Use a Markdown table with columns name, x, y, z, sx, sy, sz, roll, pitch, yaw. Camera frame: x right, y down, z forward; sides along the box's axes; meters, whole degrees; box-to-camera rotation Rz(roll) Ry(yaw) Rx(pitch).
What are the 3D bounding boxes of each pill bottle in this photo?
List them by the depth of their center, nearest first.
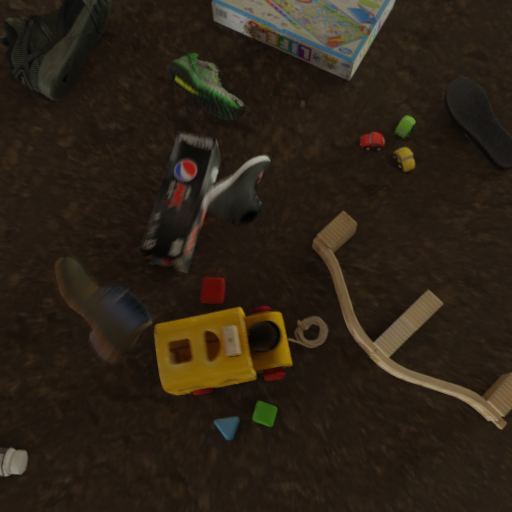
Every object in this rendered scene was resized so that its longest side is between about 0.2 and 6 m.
| name | x | y | z | sx | sy | sz | roll | pitch | yaw |
| --- | --- | --- | --- | --- | --- | --- | --- | --- | --- |
| pill bottle | -4.549 | 3.652 | 9.939 | 0.831 | 0.473 | 0.473 | 1 | 71 | 0 |

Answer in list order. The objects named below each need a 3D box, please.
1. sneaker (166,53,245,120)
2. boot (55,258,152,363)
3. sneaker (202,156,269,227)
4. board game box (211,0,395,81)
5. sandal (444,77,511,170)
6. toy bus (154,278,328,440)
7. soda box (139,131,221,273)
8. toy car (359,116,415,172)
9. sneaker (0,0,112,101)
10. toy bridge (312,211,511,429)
| name | x | y | z | sx | sy | sz | roll | pitch | yaw |
| --- | --- | --- | --- | --- | --- | --- | --- | --- | --- |
| sneaker | -0.996 | -3.815 | 12.373 | 2.083 | 0.813 | 0.888 | 42 | 75 | 14 |
| boot | -2.658 | 0.701 | 9.853 | 1.036 | 0.799 | 2.138 | -38 | 79 | 19 |
| sneaker | -0.123 | -1.203 | 10.830 | 0.906 | 0.646 | 1.827 | 38 | 57 | 13 |
| board game box | 1.135 | -5.913 | 13.196 | 3.635 | 0.622 | 2.443 | 28 | 73 | 9 |
| sandal | 4.862 | -2.838 | 12.268 | 0.875 | 0.493 | 2.301 | -30 | 83 | -3 |
| toy bus | -0.444 | 1.627 | 10.051 | 2.627 | 1.439 | 2.784 | 31 | 78 | 14 |
| soda box | -1.480 | -1.093 | 11.337 | 0.849 | 0.949 | 2.682 | 13 | 72 | 7 |
| toy car | 3.086 | -2.611 | 12.216 | 1.341 | 0.299 | 1.262 | 32 | 74 | 10 |
| sneaker | -4.549 | -5.205 | 12.628 | 1.837 | 1.226 | 3.207 | 25 | 78 | 2 |
| toy bridge | 2.808 | 1.376 | 10.635 | 1.636 | 0.663 | 4.868 | -41 | 76 | -10 |
